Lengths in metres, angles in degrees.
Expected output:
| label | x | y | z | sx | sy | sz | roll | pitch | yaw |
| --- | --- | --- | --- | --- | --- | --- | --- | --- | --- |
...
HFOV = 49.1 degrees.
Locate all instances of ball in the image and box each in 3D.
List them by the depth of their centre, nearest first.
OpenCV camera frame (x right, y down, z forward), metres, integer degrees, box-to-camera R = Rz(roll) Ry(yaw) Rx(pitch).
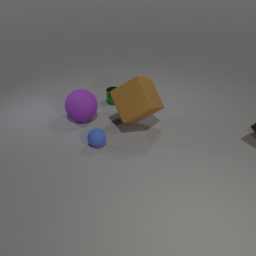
| label | x | y | z | sx | sy | sz | roll | pitch | yaw |
| --- | --- | --- | --- | --- | --- | --- | --- | --- | --- |
| ball | -1.166 | 0.355 | 10.499 | 0.700 | 0.700 | 0.700 | 0 | 32 | 0 |
| ball | -2.012 | -0.979 | 12.061 | 1.400 | 1.400 | 1.400 | 0 | 32 | 0 |

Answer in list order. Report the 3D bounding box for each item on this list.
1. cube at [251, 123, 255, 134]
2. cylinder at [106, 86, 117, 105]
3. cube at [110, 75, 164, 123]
| label | x | y | z | sx | sy | sz | roll | pitch | yaw |
| --- | --- | --- | --- | --- | --- | --- | --- | --- | --- |
| cube | 5.095 | 0.037 | 10.345 | 0.700 | 0.700 | 0.700 | 3 | 52 | -56 |
| cylinder | -0.704 | -1.576 | 13.686 | 0.700 | 0.700 | 0.700 | 0 | 32 | 0 |
| cube | 0.386 | -1.121 | 11.283 | 1.400 | 1.400 | 1.400 | -27 | -8 | 25 |
